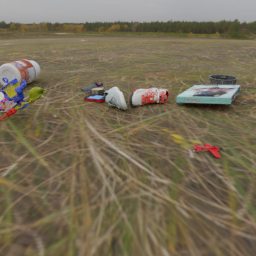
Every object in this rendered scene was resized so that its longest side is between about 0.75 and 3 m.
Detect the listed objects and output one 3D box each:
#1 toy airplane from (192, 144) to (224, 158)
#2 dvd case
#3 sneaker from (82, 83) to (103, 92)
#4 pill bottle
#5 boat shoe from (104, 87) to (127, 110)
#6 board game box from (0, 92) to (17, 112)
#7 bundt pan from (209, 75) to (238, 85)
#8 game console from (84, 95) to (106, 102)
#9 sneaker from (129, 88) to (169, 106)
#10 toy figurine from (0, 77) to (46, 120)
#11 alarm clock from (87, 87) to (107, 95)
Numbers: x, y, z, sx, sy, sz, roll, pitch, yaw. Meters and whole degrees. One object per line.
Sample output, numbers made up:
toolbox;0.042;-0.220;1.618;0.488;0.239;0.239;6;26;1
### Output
toy airplane;2.135;0.557;7.543;0.873;0.161;0.873;0;20;0
dvd case;3.502;-1.477;11.891;2.120;0.320;2.904;5;18;28
sneaker;-1.691;-1.976;13.410;1.069;0.468;0.398;0;22;0
pill bottle;-5.575;-2.881;14.615;1.251;1.251;2.230;5;23;12
boat shoe;-0.543;-1.116;11.185;0.706;0.692;1.983;-21;25;-6
board game box;-5.499;-1.046;11.136;1.873;0.434;1.419;0;22;0
bundt pan;4.801;-2.329;14.219;1.394;0.523;1.394;1;22;0
game console;-1.363;-1.313;12.201;0.955;0.148;0.845;9;24;19
sneaker;0.944;-1.278;11.458;1.008;0.628;1.881;12;22;34
toy figurine;-3.859;-1.203;9.436;2.044;1.224;1.078;-21;14;38
alarm clock;-1.488;-1.683;12.900;0.930;0.310;0.627;-8;24;-25
